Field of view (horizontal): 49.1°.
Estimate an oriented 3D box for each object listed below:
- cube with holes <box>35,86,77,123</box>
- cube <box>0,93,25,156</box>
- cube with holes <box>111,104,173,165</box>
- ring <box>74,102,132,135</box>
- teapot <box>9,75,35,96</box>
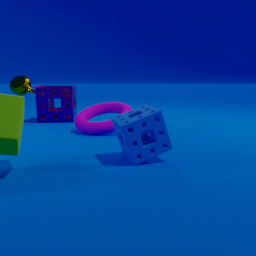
[{"bbox_3d":[-2.509,-0.880,9.959,1.218,1.218,1.218,-1,10,-5],"label":"cube with holes"},{"bbox_3d":[-2.024,-0.051,4.305,0.730,0.730,0.730,7,-26,-18],"label":"cube"},{"bbox_3d":[0.234,0.093,5.091,0.744,0.744,0.744,-22,18,-12],"label":"cube with holes"},{"bbox_3d":[-0.685,-0.303,7.955,1.689,0.338,1.689,-8,26,4],"label":"ring"},{"bbox_3d":[-3.758,-1.453,9.806,1.192,0.741,0.584,20,-25,17],"label":"teapot"}]
